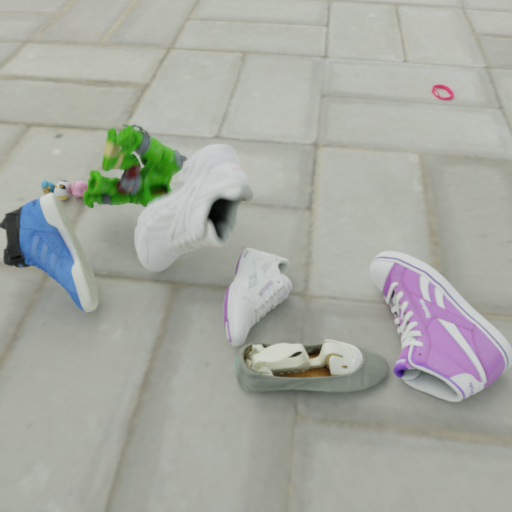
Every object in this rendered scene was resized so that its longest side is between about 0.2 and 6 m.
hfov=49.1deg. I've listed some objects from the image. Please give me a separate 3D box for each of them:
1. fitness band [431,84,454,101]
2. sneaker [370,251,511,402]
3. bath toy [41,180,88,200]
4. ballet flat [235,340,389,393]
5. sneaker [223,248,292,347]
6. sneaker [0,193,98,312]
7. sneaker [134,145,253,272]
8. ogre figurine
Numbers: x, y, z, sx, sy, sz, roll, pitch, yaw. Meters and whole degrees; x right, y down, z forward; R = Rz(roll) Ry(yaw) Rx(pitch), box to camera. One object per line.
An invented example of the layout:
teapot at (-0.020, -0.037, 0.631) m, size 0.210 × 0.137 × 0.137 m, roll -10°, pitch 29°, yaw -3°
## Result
fitness band at (5.152, -4.516, 15.471) m, size 0.506 × 0.132 × 0.705 m, roll -8°, pitch 47°, yaw -11°
sneaker at (2.615, 1.131, 9.313) m, size 1.647 × 1.047 × 2.889 m, roll -29°, pitch 52°, yaw -21°
bath toy at (-3.931, -1.484, 12.228) m, size 1.359 × 0.502 × 0.591 m, roll -3°, pitch 46°, yaw -4°
ballet flat at (0.915, 1.703, 8.873) m, size 2.517 × 0.802 × 0.848 m, roll -3°, pitch 42°, yaw -3°
sneaker at (0.045, 0.674, 9.890) m, size 1.074 × 0.807 × 2.156 m, roll 9°, pitch 46°, yaw 9°
sneaker at (-3.695, 0.117, 9.862) m, size 1.219 × 2.192 × 0.841 m, roll -23°, pitch 4°, yaw -3°
sneaker at (-1.129, -0.532, 9.800) m, size 1.104 × 2.834 × 1.408 m, roll 4°, pitch 45°, yaw -47°
ogre figurine at (-2.332, -1.545, 10.775) m, size 1.431 × 2.387 × 1.171 m, roll 9°, pitch 39°, yaw -31°
